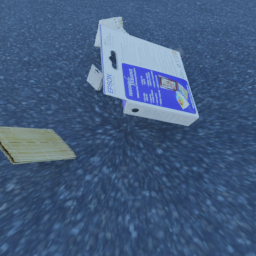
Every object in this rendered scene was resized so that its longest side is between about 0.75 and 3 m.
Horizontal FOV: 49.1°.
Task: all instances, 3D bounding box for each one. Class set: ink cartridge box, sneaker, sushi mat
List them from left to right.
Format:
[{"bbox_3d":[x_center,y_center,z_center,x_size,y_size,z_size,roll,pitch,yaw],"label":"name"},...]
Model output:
[{"bbox_3d":[-2.235,0.397,6.840,1.124,0.142,2.350,44,12,17],"label":"sushi mat"},{"bbox_3d":[-1.162,-1.858,10.281,0.632,0.778,0.222,45,40,18],"label":"ink cartridge box"},{"bbox_3d":[-0.237,-4.148,12.306,2.474,1.430,0.911,11,9,13],"label":"sneaker"},{"bbox_3d":[0.467,-1.579,8.343,2.949,0.640,2.922,12,51,-24],"label":"ink cartridge box"}]

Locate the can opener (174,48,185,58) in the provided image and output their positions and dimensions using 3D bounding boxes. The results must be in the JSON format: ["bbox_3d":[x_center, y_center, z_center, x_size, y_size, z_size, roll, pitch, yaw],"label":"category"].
[{"bbox_3d":[1.812,-3.040,11.501,0.605,0.482,1.809,-40,30,5],"label":"can opener"}]
